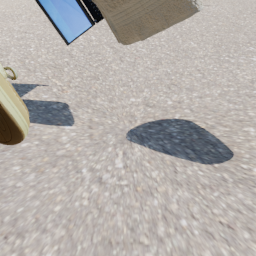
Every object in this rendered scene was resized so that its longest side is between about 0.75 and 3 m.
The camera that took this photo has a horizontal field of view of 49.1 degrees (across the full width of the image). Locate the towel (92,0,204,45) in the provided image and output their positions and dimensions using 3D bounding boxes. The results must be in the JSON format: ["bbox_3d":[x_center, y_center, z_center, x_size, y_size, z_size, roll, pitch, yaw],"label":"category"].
[{"bbox_3d":[0.325,-3.200,6.972,2.722,1.804,0.469,-10,32,46],"label":"towel"}]

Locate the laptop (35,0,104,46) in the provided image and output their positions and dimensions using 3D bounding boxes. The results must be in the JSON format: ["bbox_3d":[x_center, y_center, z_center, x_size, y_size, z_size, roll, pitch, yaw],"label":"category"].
[{"bbox_3d":[-1.377,-4.036,8.315,2.295,2.034,1.185,-25,27,22],"label":"laptop"}]

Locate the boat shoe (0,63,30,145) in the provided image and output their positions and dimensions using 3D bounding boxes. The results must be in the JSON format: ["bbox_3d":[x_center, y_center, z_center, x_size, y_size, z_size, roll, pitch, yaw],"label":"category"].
[{"bbox_3d":[-1.041,-0.503,1.696,0.511,1.394,0.437,-17,27,32],"label":"boat shoe"}]
